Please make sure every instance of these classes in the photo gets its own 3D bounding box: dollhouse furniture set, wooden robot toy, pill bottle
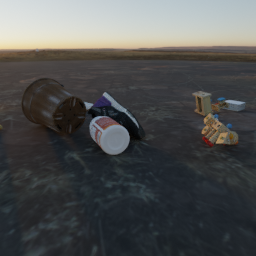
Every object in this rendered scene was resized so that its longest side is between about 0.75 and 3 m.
[{"bbox_3d":[3.865,-1.280,13.132,1.325,0.934,0.928,-18,22,-14],"label":"dollhouse furniture set"},{"bbox_3d":[3.130,0.280,9.288,0.984,0.956,2.169,34,13,-11],"label":"wooden robot toy"},{"bbox_3d":[-0.669,0.157,8.944,0.927,0.927,1.652,-7,19,-22],"label":"pill bottle"}]

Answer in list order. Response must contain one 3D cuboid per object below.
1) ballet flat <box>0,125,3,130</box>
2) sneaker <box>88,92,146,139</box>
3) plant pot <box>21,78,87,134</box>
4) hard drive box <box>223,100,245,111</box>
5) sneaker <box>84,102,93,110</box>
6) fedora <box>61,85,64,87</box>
[{"bbox_3d":[-5.259,-0.047,10.823,0.890,0.305,0.281,8,-9,16],"label":"ballet flat"},{"bbox_3d":[-0.492,-0.176,10.406,1.251,1.082,2.857,-41,44,-7],"label":"sneaker"},{"bbox_3d":[-2.693,-0.757,10.586,1.922,1.922,1.902,-16,31,-42],"label":"plant pot"},{"bbox_3d":[5.276,-1.132,14.025,0.707,0.348,0.907,-14,22,-38],"label":"hard drive box"},{"bbox_3d":[-2.358,-1.211,13.905,1.300,0.575,0.489,-3,16,-9],"label":"sneaker"},{"bbox_3d":[-4.522,-2.197,16.866,1.477,0.675,1.477,0,20,0],"label":"fedora"}]
